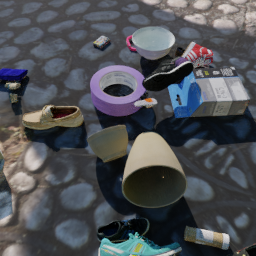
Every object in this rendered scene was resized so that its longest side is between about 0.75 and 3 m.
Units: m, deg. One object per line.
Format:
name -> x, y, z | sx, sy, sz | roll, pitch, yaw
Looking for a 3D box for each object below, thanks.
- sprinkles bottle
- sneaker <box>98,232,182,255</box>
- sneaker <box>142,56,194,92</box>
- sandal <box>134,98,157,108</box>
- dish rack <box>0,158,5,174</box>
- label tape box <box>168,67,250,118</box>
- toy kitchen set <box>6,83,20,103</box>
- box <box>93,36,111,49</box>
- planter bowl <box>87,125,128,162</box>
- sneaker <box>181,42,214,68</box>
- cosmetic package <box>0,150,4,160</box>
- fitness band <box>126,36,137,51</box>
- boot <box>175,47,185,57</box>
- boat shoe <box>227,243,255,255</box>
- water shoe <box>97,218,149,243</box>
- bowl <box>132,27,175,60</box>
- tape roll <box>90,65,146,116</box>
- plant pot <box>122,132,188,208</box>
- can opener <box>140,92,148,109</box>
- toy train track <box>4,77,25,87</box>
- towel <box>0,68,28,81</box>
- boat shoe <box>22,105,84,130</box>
sprinkles bottle -> 2.392, 3.348, 8.560 | 1.293, 0.441, 0.441 | 10, 51, 8
sneaker -> 0.349, 3.494, 8.074 | 2.411, 0.934, 0.960 | -4, 56, -4
sneaker -> 1.568, -2.379, 12.136 | 2.355, 0.892, 1.031 | -24, 48, -11
sandal -> 0.647, -0.878, 10.276 | 0.838, 0.240, 0.321 | -8, 52, -4
dish rack -> -5.967, 1.168, 10.250 | 2.410, 0.611, 2.808 | -28, 56, -22
label tape box -> 3.431, -1.588, 12.294 | 2.993, 0.947, 2.158 | -4, 51, -3
toy kitchen set -> -5.266, -1.610, 12.729 | 0.585, 0.796, 0.993 | -3, 15, -8
box -> -1.434, -4.721, 15.381 | 0.579, 0.160, 0.848 | 27, 56, 21
planter bowl -> -0.634, 0.646, 10.273 | 1.518, 1.518, 1.022 | -17, 80, -14
sneaker -> 3.285, -3.139, 13.626 | 1.408, 0.892, 2.503 | 25, 61, 12
cosmetic package -> -5.113, 0.979, 9.705 | 1.311, 0.572, 0.678 | -27, 56, -19
fitness band -> 0.378, -4.645, 15.282 | 0.868, 0.226, 1.209 | -11, 53, -9
boot -> 2.840, -3.784, 14.405 | 0.983, 0.476, 0.367 | 34, 58, 25
boat shoe -> 3.397, 3.820, 8.127 | 1.739, 0.545, 0.636 | -17, 53, -12
water shoe -> -0.123, 3.123, 8.600 | 1.678, 0.662, 0.600 | -14, 52, -11
bowl -> 1.280, -4.218, 14.441 | 2.163, 0.972, 2.163 | 0, 50, 0
tape roll -> -0.425, -1.690, 12.419 | 2.436, 0.799, 2.436 | 1, 53, -1
plant pot -> 0.817, 1.191, 9.539 | 2.046, 2.046, 2.185 | 0, 38, 0
can opener -> 0.712, -1.090, 11.743 | 0.406, 1.033, 0.327 | -26, 61, -8
toy train track -> -5.400, -2.269, 13.360 | 0.614, 0.174, 1.071 | 37, 59, 26
towel -> -5.577, -2.604, 13.386 | 1.305, 0.323, 0.964 | 5, 38, 8
boat shoe -> -3.121, -0.547, 11.485 | 2.505, 0.867, 0.924 | -4, 51, -3
